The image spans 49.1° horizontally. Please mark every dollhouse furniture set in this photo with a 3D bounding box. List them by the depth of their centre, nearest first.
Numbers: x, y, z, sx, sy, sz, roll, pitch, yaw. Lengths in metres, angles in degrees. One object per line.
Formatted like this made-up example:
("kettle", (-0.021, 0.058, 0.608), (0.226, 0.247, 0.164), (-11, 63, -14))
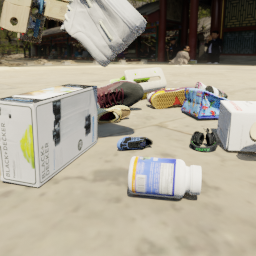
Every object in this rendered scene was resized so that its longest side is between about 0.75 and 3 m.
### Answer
("dollhouse furniture set", (-2.716, -3.724, 9.531), (2.389, 1.674, 1.684), (13, 5, -2))

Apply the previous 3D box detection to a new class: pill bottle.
("pill bottle", (0.569, 0.763, 4.320), (1.067, 0.598, 0.598), (3, 16, 10))

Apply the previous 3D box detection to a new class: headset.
("headset", (1.831, 0.311, 6.656), (0.620, 0.471, 1.003), (4, 31, 22))

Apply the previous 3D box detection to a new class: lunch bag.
("lunch bag", (3.079, -0.794, 9.755), (1.949, 0.917, 1.468), (6, 11, -13))

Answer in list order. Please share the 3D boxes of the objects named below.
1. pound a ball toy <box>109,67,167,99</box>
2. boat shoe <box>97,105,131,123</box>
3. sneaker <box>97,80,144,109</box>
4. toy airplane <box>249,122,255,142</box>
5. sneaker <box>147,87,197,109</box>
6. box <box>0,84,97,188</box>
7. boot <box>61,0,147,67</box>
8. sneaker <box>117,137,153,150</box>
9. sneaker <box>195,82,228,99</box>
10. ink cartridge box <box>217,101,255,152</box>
("pound a ball toy", (0.465, -1.916, 13.485), (2.998, 1.274, 1.955), (-15, -4, -44))
("boat shoe", (-0.463, -0.383, 8.837), (1.389, 0.514, 0.461), (-12, 32, -31))
("sneaker", (-0.789, -0.843, 9.713), (2.958, 1.119, 1.709), (-9, 24, -5))
("toy airplane", (3.955, -0.047, 5.110), (2.503, 1.774, 2.514), (-42, 47, -19))
("sneaker", (1.891, -1.311, 11.369), (2.273, 0.852, 1.024), (-4, 22, -16))
("box", (-1.439, -0.029, 5.629), (0.759, 1.472, 2.524), (7, 15, 16))
("boot", (-1.033, -2.651, 5.844), (2.922, 1.396, 1.075), (50, 15, 13))
("sneaker", (0.172, 0.346, 6.400), (0.859, 0.301, 0.335), (-9, 10, -34))
("sneaker", (3.532, -1.402, 12.187), (0.947, 0.881, 2.194), (15, 15, -13))
("ink cartridge box", (3.402, -0.058, 6.660), (2.228, 0.957, 1.631), (4, 16, 8))
